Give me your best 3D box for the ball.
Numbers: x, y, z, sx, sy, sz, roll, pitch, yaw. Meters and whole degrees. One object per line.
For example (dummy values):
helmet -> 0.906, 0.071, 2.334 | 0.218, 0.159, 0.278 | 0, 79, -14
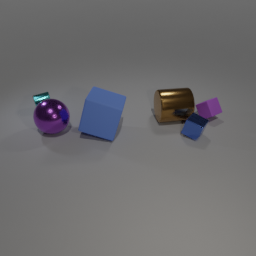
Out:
ball -> -3.001, -0.455, 11.038 | 1.400, 1.400, 1.400 | 0, 31, 0

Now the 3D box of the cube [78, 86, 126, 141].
cube -> -0.974, -0.580, 10.885 | 1.400, 1.400, 1.400 | 17, 28, -3

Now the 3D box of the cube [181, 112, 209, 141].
cube -> 2.614, -0.056, 10.952 | 0.700, 0.700, 0.700 | 30, 41, 18

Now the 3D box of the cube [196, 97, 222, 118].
cube -> 3.500, -0.843, 12.120 | 0.700, 0.700, 0.700 | -21, 1, -31

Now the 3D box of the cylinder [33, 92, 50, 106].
cylinder -> -3.890, -1.234, 12.780 | 0.700, 0.700, 0.700 | -18, 35, -14

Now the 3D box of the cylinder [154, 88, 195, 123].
cylinder -> 1.926, -0.974, 11.902 | 1.400, 1.400, 1.400 | -5, 32, -8
